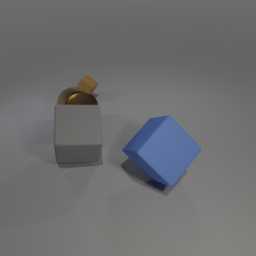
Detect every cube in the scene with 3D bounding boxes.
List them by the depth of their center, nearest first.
[{"bbox_3d":[0.940,0.633,8.161,1.400,1.400,1.400,-48,12,-13],"label":"cube"},{"bbox_3d":[-1.604,0.206,8.961,1.400,1.400,1.400,-1,61,-12],"label":"cube"},{"bbox_3d":[-1.980,-2.025,13.533,0.700,0.700,0.700,39,30,-1],"label":"cube"}]

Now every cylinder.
[{"bbox_3d":[-2.051,-0.867,11.333,1.400,1.400,1.400,-14,21,-22],"label":"cylinder"}]
